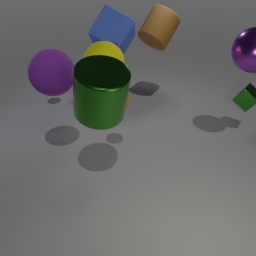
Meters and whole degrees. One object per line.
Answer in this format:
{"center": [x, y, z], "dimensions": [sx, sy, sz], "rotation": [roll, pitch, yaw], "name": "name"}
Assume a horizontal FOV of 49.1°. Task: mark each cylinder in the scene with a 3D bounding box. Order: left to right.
{"center": [-0.698, -0.908, 7.215], "dimensions": [1.400, 1.400, 1.400], "rotation": [5, 48, -6], "name": "cylinder"}
{"center": [1.362, -4.401, 12.371], "dimensions": [1.400, 1.400, 1.400], "rotation": [30, -2, 1], "name": "cylinder"}

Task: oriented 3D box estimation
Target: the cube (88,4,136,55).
{"center": [-0.625, -3.959, 11.751], "dimensions": [1.400, 1.400, 1.400], "rotation": [30, -2, 4], "name": "cube"}

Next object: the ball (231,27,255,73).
{"center": [3.994, -2.452, 8.824], "dimensions": [1.400, 1.400, 1.400], "rotation": [0, 30, 0], "name": "ball"}

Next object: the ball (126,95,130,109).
{"center": [-0.276, -0.902, 9.210], "dimensions": [0.700, 0.700, 0.700], "rotation": [0, 30, 0], "name": "ball"}

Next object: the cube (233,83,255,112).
{"center": [4.661, -1.188, 10.910], "dimensions": [0.700, 0.700, 0.700], "rotation": [46, 47, 6], "name": "cube"}

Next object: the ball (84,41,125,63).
{"center": [-0.819, -2.228, 9.526], "dimensions": [1.400, 1.400, 1.400], "rotation": [0, 30, 0], "name": "ball"}

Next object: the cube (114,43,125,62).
{"center": [-0.575, -2.672, 10.619], "dimensions": [0.700, 0.700, 0.700], "rotation": [-23, 37, 12], "name": "cube"}

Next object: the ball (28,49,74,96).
{"center": [-2.279, -1.660, 8.430], "dimensions": [1.400, 1.400, 1.400], "rotation": [0, 30, 0], "name": "ball"}
